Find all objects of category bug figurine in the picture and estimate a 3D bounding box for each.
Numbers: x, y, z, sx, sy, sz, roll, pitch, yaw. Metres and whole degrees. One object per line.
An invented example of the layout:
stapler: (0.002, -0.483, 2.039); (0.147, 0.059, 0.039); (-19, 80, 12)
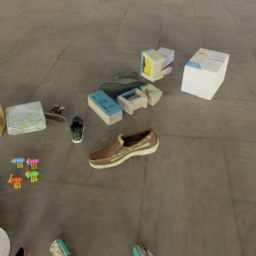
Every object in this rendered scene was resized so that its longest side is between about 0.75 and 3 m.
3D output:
bug figurine: (-3.398, 1.347, 9.167); (0.966, 0.321, 1.246); (-7, 41, -9)

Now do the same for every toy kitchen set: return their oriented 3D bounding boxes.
toy kitchen set: (-0.116, -1.874, 11.414); (2.771, 2.220, 1.632); (-26, 48, -26)

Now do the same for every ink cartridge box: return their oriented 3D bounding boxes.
ink cartridge box: (3.590, -2.582, 12.855); (1.428, 1.392, 2.222); (21, 46, 22)

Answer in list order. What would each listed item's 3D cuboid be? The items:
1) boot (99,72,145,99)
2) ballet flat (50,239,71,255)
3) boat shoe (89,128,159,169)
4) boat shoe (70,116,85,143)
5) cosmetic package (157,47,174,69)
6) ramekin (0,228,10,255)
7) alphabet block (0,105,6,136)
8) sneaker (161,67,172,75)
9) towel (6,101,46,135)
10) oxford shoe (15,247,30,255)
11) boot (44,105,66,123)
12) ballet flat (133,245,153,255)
boot: (-0.385, -2.019, 12.847); (2.229, 0.755, 1.456); (-6, 36, -18)
ballet flat: (-1.569, 3.308, 6.927); (0.389, 0.460, 1.216); (-46, 49, -4)
boat shoe: (-0.212, 0.566, 9.327); (2.438, 0.902, 0.900); (-19, 41, -2)
boat shoe: (-1.957, -0.078, 10.687); (0.529, 0.470, 1.417); (-1, 41, -2)
cosmetic package: (1.715, -3.611, 14.669); (0.816, 0.594, 1.604); (22, 47, 23)
ramekin: (-3.843, 2.961, 6.925); (1.574, 0.826, 1.574); (0, 41, 0)
alphabet block: (-5.278, -0.282, 10.569); (0.939, 0.944, 0.961); (-4, 41, -6)
sneaker: (1.688, -2.908, 14.005); (1.017, 0.394, 0.570); (-25, 48, -26)
towel: (-4.087, -0.414, 11.155); (1.426, 0.401, 1.666); (-12, 42, -18)
oxford shoe: (-2.718, 3.440, 6.670); (0.427, 0.435, 1.198); (2, 41, 2)
boot: (-2.815, -0.603, 11.401); (0.976, 0.357, 0.735); (9, 42, 20)
ballet flat: (0.514, 3.417, 6.715); (0.475, 0.475, 1.321); (-10, 43, -11)
